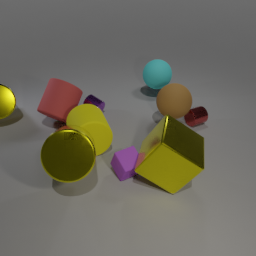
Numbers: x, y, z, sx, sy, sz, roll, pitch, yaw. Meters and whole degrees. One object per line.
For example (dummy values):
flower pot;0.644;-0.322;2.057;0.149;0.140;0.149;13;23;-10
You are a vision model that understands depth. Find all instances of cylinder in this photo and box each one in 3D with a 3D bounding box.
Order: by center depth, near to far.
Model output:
cylinder;-1.609;0.661;7.784;1.400;1.400;1.400;-5;6;-8
cylinder;-1.377;0.062;9.865;1.400;1.400;1.400;-10;33;-15
cylinder;-2.705;-1.066;11.191;1.400;1.400;1.400;20;-8;3
cylinder;2.772;-0.481;11.423;0.700;0.700;0.700;-17;35;-25
cylinder;-5.372;-1.114;11.431;1.400;1.400;1.400;-16;15;-24
cylinder;-1.460;-0.977;12.014;0.700;0.700;0.700;32;41;15

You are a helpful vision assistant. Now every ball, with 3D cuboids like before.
ball;1.816;-1.056;11.025;1.400;1.400;1.400;0;32;0
ball;1.401;-2.568;13.424;1.400;1.400;1.400;0;32;0

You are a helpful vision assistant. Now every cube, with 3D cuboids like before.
cube;1.231;0.759;8.139;1.400;1.400;1.400;32;37;-9
cube;-0.031;1.096;8.652;0.700;0.700;0.700;-19;63;-28
